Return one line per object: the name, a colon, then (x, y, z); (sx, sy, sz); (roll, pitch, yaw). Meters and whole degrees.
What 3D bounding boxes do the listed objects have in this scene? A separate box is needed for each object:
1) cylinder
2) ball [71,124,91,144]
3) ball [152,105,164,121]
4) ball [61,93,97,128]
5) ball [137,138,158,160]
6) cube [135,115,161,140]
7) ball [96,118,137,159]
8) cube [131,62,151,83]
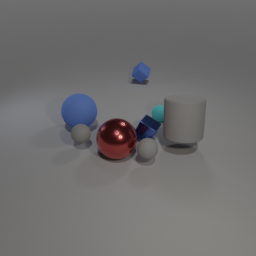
cylinder: (1.931, -0.345, 9.659); (1.400, 1.400, 1.400); (0, 17, 0)
ball: (-1.667, 0.206, 9.923); (0.700, 0.700, 0.700); (0, 30, 0)
ball: (1.356, -0.627, 11.893); (0.700, 0.700, 0.700); (0, 30, 0)
ball: (-1.910, -0.655, 11.010); (1.400, 1.400, 1.400); (0, 30, 0)
ball: (0.633, 0.675, 9.079); (0.700, 0.700, 0.700); (0, 30, 0)
cube: (0.717, 0.056, 10.499); (0.700, 0.700, 0.700); (33, 33, 7)
ball: (-0.376, 0.365, 9.541); (1.400, 1.400, 1.400); (0, 30, 0)
cube: (0.726, -3.069, 15.434); (0.700, 0.700, 0.700); (34, 51, -22)
